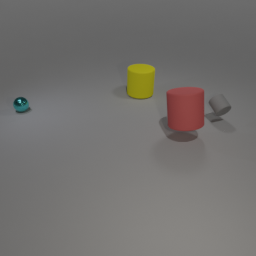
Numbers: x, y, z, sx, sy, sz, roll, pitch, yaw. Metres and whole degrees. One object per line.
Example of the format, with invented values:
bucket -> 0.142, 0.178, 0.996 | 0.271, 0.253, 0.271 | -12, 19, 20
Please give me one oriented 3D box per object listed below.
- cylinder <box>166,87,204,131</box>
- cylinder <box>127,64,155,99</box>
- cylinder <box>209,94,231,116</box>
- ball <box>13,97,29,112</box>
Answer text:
cylinder -> 2.205, -0.755, 10.745 | 1.400, 1.400, 1.400 | -5, 19, 2
cylinder -> 0.656, -2.432, 14.481 | 1.400, 1.400, 1.400 | 1, 31, -1
cylinder -> 3.918, -0.978, 11.953 | 0.700, 0.700, 0.700 | -13, 60, -20
ball -> -4.983, -1.100, 13.052 | 0.700, 0.700, 0.700 | 0, 32, 0
